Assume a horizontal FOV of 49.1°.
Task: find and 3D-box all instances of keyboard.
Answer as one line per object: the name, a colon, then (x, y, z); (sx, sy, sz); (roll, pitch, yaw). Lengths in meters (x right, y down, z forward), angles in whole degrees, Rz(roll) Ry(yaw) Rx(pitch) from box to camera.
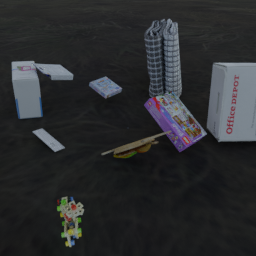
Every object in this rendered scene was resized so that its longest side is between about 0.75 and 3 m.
keyboard: (-2.246, 0.327, 7.886); (1.158, 0.062, 0.326); (32, 32, 33)

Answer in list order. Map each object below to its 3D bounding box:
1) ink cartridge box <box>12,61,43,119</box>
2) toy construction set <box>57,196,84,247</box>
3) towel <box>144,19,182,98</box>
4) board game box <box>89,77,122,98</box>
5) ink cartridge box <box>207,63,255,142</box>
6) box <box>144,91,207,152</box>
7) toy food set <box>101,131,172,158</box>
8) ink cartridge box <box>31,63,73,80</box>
ink cartridge box: (-3.446, -1.350, 9.534); (0.802, 1.369, 1.894); (-7, 31, -18)
toy construction set: (-1.025, 1.583, 4.939); (0.439, 0.954, 0.625); (1, 39, -14)
towel: (1.348, -2.700, 10.774); (1.282, 2.481, 2.996); (-3, 30, 11)
board game box: (-0.793, -1.458, 10.011); (0.846, 0.174, 0.848); (39, 42, 21)
ink cartridge box: (3.776, -0.756, 7.777); (2.794, 2.027, 1.170); (0, 18, -2)
box: (1.300, -0.226, 7.617); (1.093, 0.312, 1.598); (-22, 71, -43)
toy food set: (0.199, 0.498, 6.748); (1.118, 0.325, 1.620); (-17, -3, -44)
ink cartridge box: (-2.479, -1.834, 9.147); (1.041, 0.211, 1.039); (-6, 32, -39)
